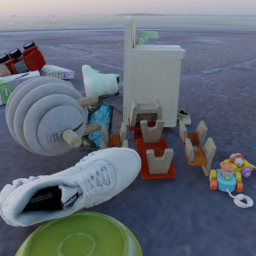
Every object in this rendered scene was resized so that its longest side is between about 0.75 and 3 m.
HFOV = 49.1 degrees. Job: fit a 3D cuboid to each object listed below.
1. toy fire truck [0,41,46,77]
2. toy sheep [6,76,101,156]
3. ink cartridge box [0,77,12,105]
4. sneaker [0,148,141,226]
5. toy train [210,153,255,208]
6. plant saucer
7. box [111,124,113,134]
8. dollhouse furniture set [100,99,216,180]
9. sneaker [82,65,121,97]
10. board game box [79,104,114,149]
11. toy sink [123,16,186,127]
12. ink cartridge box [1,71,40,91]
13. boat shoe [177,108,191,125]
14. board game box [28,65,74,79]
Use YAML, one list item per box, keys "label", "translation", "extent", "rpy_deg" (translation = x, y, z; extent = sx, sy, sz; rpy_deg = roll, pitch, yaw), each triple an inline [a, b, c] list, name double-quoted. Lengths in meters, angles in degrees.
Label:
- label: "toy fire truck"
  translation: [-4.595, -2.639, 11.745]
  extent: [1.963, 1.435, 2.230]
  rpy_deg: [-24, 40, 1]
- label: "toy sheep"
  translation: [-1.535, -0.233, 5.606]
  extent: [1.714, 1.714, 2.487]
  rpy_deg: [-16, 26, -32]
- label: "ink cartridge box"
  translation: [-4.976, -1.154, 9.354]
  extent: [1.771, 0.744, 1.282]
  rpy_deg: [-19, 30, -37]
- label: "sneaker"
  translation: [-0.705, 0.888, 4.243]
  extent: [2.310, 0.868, 0.936]
  rpy_deg: [-20, 0, -27]
- label: "toy train"
  translation: [2.245, 0.827, 5.197]
  extent: [1.559, 0.434, 1.171]
  rpy_deg: [-18, 29, -36]
- label: "plant saucer"
  translation: [-0.650, 1.611, 3.613]
  extent: [1.699, 0.264, 1.699]
  rpy_deg: [-1, 23, 0]
- label: "box"
  translation: [-0.765, -0.029, 7.341]
  extent: [0.834, 0.292, 0.268]
  rpy_deg: [20, 31, 39]
- label: "dollhouse furniture set"
  translation: [0.502, 0.331, 6.004]
  extent: [2.105, 1.084, 2.082]
  rpy_deg: [-2, 35, -3]
- label: "sneaker"
  translation: [-1.014, -1.832, 10.749]
  extent: [1.377, 0.859, 2.334]
  rpy_deg: [-10, 35, -9]
- label: "board game box"
  translation: [-0.737, -0.043, 6.578]
  extent: [0.713, 1.055, 0.149]
  rpy_deg: [4, -16, 3]
- label: "toy sink"
  translation: [0.703, -1.574, 7.692]
  extent: [1.515, 2.705, 1.763]
  rpy_deg: [2, 18, 3]
- label: "ink cartridge box"
  translation: [-4.554, -1.924, 11.253]
  extent: [1.996, 0.435, 1.733]
  rpy_deg: [-15, 28, -15]
- label: "boat shoe"
  translation: [1.571, -0.414, 8.159]
  extent: [0.381, 0.343, 1.056]
  rpy_deg: [-3, 23, -7]
- label: "board game box"
  translation: [-3.620, -2.625, 13.078]
  extent: [1.326, 0.338, 1.973]
  rpy_deg: [-12, 26, -40]
